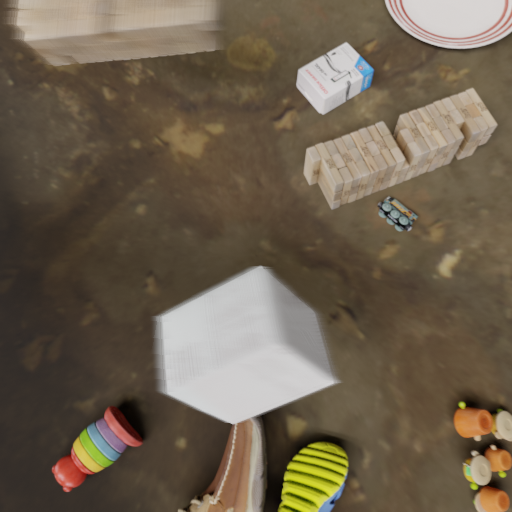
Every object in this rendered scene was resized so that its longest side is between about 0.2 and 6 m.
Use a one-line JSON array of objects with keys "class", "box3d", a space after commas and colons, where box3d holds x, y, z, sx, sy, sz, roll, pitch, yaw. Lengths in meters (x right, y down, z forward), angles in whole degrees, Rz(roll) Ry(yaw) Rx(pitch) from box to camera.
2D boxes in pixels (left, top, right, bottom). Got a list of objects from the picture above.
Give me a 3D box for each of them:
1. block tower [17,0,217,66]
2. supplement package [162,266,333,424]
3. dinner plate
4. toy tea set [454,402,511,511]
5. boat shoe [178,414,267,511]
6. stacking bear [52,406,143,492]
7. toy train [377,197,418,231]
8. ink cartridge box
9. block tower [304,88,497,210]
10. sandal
[{"class": "block tower", "box3d": [-1.860, -3.246, 7.778, 2.773, 0.802, 0.749, 0, 81, 14]}, {"class": "supplement package", "box3d": [-0.104, 1.045, 6.273, 1.358, 1.299, 0.999, -27, 49, 18]}, {"class": "dinner plate", "box3d": [4.223, -5.540, 11.986, 2.968, 0.360, 2.968, -1, 70, 2]}, {"class": "toy tea set", "box3d": [3.395, 3.046, 8.534, 0.949, 0.591, 1.596, 26, 63, -21]}, {"class": "boat shoe", "box3d": [-0.589, 3.866, 7.708, 1.259, 1.328, 3.506, 8, 65, 6]}, {"class": "stacking bear", "box3d": [-2.463, 2.955, 8.429, 1.238, 0.704, 0.752, -41, 73, -10]}, {"class": "toy train", "box3d": [2.557, -0.761, 10.135, 0.421, 0.315, 0.739, -38, 70, -27]}, {"class": "ink cartridge box", "box3d": [1.551, -3.524, 11.129, 1.229, 0.518, 0.897, -33, 72, -13]}, {"class": "block tower", "box3d": [2.598, -1.931, 10.264, 3.367, 0.909, 0.973, -20, 68, -7]}, {"class": "sandal", "box3d": [0.696, 3.653, 8.050, 0.840, 0.920, 2.114, 18, 47, 27]}]
